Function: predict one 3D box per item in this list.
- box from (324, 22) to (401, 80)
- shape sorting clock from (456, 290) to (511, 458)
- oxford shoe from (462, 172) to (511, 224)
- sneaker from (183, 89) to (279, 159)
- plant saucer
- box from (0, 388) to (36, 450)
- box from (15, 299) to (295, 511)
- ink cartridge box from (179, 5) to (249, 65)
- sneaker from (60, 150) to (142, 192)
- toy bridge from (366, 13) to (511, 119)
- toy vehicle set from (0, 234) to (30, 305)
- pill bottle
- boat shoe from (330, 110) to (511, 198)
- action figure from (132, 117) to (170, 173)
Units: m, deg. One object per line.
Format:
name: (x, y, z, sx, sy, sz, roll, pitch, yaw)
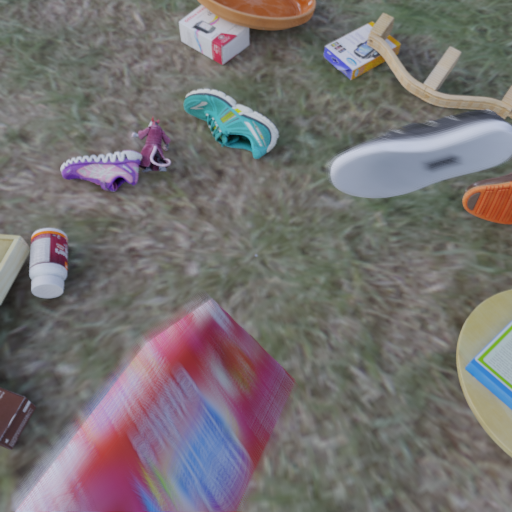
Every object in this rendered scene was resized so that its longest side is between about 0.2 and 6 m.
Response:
box: (2.077, -4.131, 11.346, 1.470, 0.305, 0.875, -33, 65, -15)
shape sorting clock: (4.266, 1.724, 7.702, 3.013, 0.591, 3.013, 0, 55, 0)
oxford shoe: (4.481, -1.136, 9.351, 2.406, 0.858, 0.877, -3, 49, -11)
sneaker: (-0.543, -2.389, 10.093, 1.932, 0.749, 0.769, 29, 72, 16)
plant saucer: (-0.057, -5.387, 11.689, 2.595, 0.419, 2.595, 7, 47, -7)
box: (-3.761, 2.053, 7.586, 1.299, 0.487, 0.651, 17, 60, 13)
box: (-0.846, 1.732, 4.784, 1.208, 1.262, 2.531, 46, 41, -11)
ink cartridge box: (-0.853, -4.552, 11.460, 1.197, 0.512, 0.883, 36, 66, 17)
sneaker: (-2.647, -1.399, 9.613, 1.432, 0.576, 0.633, -6, 90, 6)
toy bridge: (3.504, -3.448, 10.702, 3.195, 0.435, 1.074, 34, 78, 12)
toy vehicle set: (-4.618, 0.764, 8.117, 1.637, 0.349, 2.634, 5, 53, 13)
pill bottle: (-3.216, 0.114, 8.683, 0.549, 0.549, 1.003, -8, 59, -5)
boat shoe: (2.192, -1.479, 7.638, 2.403, 0.840, 0.796, -14, 43, 15)
action figure: (-1.825, -1.974, 9.793, 0.664, 0.738, 0.991, 3, 85, -17)
